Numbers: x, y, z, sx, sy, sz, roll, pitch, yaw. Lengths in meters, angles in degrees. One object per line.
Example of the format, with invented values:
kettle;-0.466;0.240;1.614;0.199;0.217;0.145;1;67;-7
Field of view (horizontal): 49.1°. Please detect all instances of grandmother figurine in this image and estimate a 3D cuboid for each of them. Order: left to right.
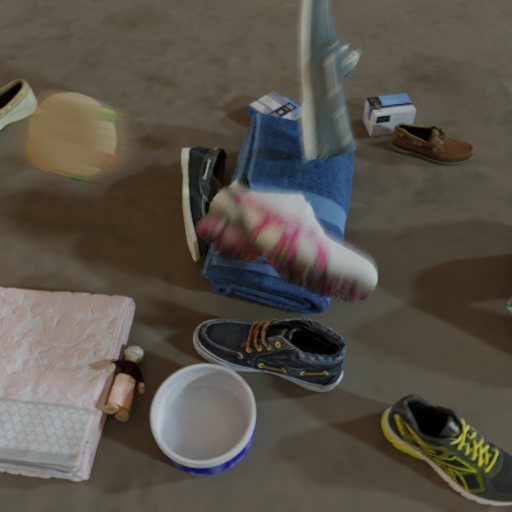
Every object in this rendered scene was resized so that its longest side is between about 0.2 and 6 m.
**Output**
grandmother figurine;-2.207;2.059;9.432;0.395;0.791;1.305;-22;36;27

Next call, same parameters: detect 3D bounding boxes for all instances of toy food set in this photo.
toy food set;-3.189;-2.072;9.813;1.499;1.515;0.368;15;17;-11

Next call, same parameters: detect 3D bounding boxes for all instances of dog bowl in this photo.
dog bowl;-0.828;2.593;8.945;1.641;0.646;1.641;0;53;0

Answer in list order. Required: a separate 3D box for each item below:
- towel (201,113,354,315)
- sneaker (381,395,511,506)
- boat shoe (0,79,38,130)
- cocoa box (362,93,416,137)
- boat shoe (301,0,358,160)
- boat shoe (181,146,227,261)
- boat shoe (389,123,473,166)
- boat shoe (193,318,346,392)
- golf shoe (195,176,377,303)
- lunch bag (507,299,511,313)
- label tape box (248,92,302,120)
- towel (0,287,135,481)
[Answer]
towel;0.636;-1.029;11.352;2.495;1.085;4.470;13;53;2
sneaker;3.040;2.931;8.466;2.356;0.997;0.877;24;57;17
boat shoe;-6.491;-3.436;13.447;0.933;0.837;2.522;32;59;22
cocoa box;3.180;-3.403;13.511;1.038;0.692;0.681;-9;53;-7
boat shoe;1.368;-3.491;10.467;1.043;3.375;1.229;0;22;8
boat shoe;-1.031;-1.196;11.583;1.019;1.083;3.015;-2;50;-3
boat shoe;4.083;-2.604;12.924;1.929;0.656;0.694;9;53;7
boat shoe;0.202;1.418;9.478;2.699;1.225;0.955;13;54;10
golf shoe;0.585;-0.382;9.130;3.220;1.169;1.483;25;74;24
lunch bag;5.544;0.838;9.683;1.872;1.141;1.594;-44;86;4
label tape box;0.561;-3.649;13.892;1.257;0.398;0.906;-36;60;-24
towel;-4.092;1.946;9.514;3.428;0.553;3.274;5;52;3
